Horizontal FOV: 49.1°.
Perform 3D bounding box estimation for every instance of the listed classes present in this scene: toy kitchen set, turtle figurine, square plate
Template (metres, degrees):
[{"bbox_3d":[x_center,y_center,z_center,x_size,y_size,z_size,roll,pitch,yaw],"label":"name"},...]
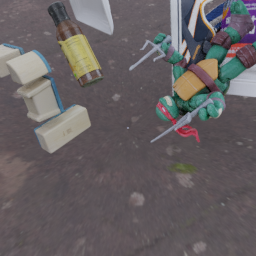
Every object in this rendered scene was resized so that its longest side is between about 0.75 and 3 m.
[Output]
[{"bbox_3d":[-1.675,-0.671,5.236,1.375,1.716,1.011,22,46,38],"label":"toy kitchen set"},{"bbox_3d":[1.131,-0.864,4.508,2.516,1.267,1.883,-40,58,5],"label":"turtle figurine"},{"bbox_3d":[-1.259,-4.109,7.926,0.359,2.498,2.522,-31,42,-18],"label":"square plate"}]

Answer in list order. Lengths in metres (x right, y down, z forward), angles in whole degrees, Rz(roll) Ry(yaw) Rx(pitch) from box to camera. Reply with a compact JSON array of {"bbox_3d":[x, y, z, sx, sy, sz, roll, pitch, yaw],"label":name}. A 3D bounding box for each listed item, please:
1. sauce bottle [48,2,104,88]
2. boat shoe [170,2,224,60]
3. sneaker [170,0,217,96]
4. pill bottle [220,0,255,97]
[{"bbox_3d":[-1.284,-1.996,6.732,0.666,0.666,2.059,-25,89,-24],"label":"sauce bottle"},{"bbox_3d":[2.486,-2.647,7.946,2.971,1.075,1.073,-33,27,9],"label":"boat shoe"},{"bbox_3d":[1.598,-1.895,6.920,1.108,2.789,1.094,0,17,9],"label":"sneaker"},{"bbox_3d":[2.824,-1.979,6.529,1.371,2.460,1.371,5,9,-1],"label":"pill bottle"}]
